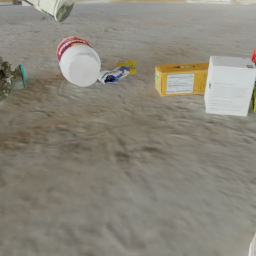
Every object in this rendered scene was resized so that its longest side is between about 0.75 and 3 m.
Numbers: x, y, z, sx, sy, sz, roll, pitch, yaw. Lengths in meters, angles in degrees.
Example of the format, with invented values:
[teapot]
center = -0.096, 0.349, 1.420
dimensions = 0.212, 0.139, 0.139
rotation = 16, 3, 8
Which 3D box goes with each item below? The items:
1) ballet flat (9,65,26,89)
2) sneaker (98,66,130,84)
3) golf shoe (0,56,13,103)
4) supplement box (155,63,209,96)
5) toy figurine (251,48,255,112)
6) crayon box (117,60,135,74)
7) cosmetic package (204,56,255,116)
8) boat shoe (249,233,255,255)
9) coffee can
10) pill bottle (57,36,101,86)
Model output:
[ballet flat]
center = -4.173, -1.945, 10.502
dimensions = 0.578, 0.612, 1.815
rotation = -13, 31, -14
[sneaker]
center = -0.467, -1.978, 10.783
dimensions = 1.354, 0.510, 0.597
rotation = -19, 45, -20
[golf shoe]
center = -4.679, -1.409, 9.490
dimensions = 1.252, 1.008, 2.575
rotation = -33, 37, 15
[supplement box]
center = 2.342, -1.730, 9.808
dimensions = 2.699, 0.928, 0.898
rotation = -2, 28, -8
[toy figurine]
center = 4.738, -1.451, 8.873
dimensions = 1.618, 1.424, 2.700
rotation = 12, 31, 10
[crayon box]
center = -0.099, -2.555, 11.898
dimensions = 0.797, 0.319, 1.255
rotation = 0, 28, -1
[cosmetic package]
center = 2.999, -1.282, 8.371
dimensions = 1.196, 1.450, 1.195
rotation = 5, 29, 9
[boat shoe]
center = 2.502, 1.331, 4.079
dimensions = 0.937, 0.892, 2.603
rotation = 19, 38, 38
[coffee can]
center = -2.455, -4.003, 8.400
dimensions = 1.414, 1.035, 1.035
rotation = 31, 33, 2
[pill bottle]
center = -1.869, -2.529, 10.639
dimensions = 1.468, 1.468, 2.599
rotation = -9, 30, -15
